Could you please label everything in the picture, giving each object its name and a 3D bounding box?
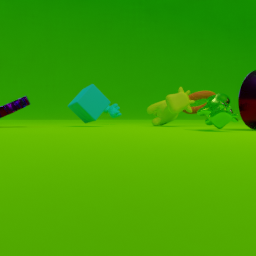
[{"bbox_3d":[1.898,-0.388,5.748,0.996,0.547,0.980,-50,12,-28],"label":"cow figurine"},{"bbox_3d":[1.507,-0.672,9.580,1.644,0.917,1.670,-25,-10,20],"label":"cow figurine"},{"bbox_3d":[-3.792,-0.519,8.525,1.607,0.297,1.607,-22,14,6],"label":"gear"},{"bbox_3d":[2.492,-0.884,9.888,1.321,0.264,1.321,-8,-25,-4],"label":"ring"},{"bbox_3d":[-0.798,-0.757,12.753,0.866,0.880,0.483,-23,-36,11],"label":"cow figurine"},{"bbox_3d":[3.191,-0.556,5.584,1.324,1.324,1.329,-1,6,-29],"label":"cone"},{"bbox_3d":[-1.290,-0.780,9.261,0.861,0.861,0.861,46,-26,-19],"label":"cube"}]
